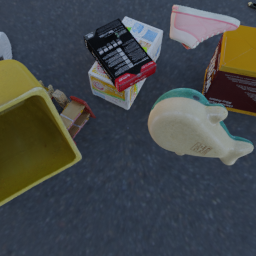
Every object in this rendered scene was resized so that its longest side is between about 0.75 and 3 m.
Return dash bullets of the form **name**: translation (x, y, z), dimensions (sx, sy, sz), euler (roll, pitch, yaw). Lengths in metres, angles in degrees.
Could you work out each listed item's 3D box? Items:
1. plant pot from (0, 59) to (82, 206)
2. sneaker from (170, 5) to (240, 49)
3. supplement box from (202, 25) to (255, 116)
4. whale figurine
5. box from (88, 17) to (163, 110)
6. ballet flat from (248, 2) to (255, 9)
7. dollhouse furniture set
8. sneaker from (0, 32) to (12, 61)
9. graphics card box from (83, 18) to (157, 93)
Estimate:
- **plant pot**: translation (-2.843, -0.162, 6.260), dimensions (2.371, 2.356, 2.426), euler (-29, 50, -11)
- **sneaker**: translation (1.992, -2.592, 7.516), dimensions (1.954, 1.021, 0.735), euler (4, 21, -18)
- **supplement box**: translation (3.972, -1.757, 9.223), dimensions (2.431, 2.464, 1.636), euler (12, 68, 5)
- **whale figurine**: translation (1.824, -0.041, 7.117), dimensions (2.611, 2.077, 1.355), euler (25, 50, -6)
- **box**: translation (-0.047, -2.311, 10.037), dimensions (1.558, 1.404, 2.771), euler (24, 69, 10)
- **ballet flat**: translation (5.525, -5.193, 11.907), dimensions (0.820, 0.233, 0.272), euler (25, 69, 10)
- **dollhouse furniture set**: translation (-2.467, -0.555, 9.702), dimensions (2.383, 0.969, 1.283), euler (25, 69, 29)
- **sneaker**: translation (-5.367, -2.347, 10.229), dimensions (1.653, 1.096, 2.906), euler (-3, 61, 5)
- **graphics card box**: translation (-0.283, -2.350, 8.966), dimensions (1.398, 0.567, 2.228), euler (-32, 72, -12)
